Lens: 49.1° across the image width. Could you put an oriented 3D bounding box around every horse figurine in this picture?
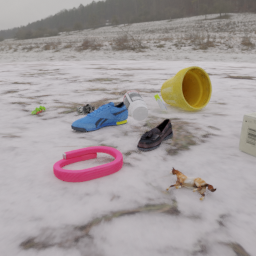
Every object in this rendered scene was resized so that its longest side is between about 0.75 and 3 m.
[{"bbox_3d":[1.520,1.364,6.791,1.269,0.317,0.841,9,20,26],"label":"horse figurine"}]

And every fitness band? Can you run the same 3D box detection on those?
[{"bbox_3d":[-1.108,0.976,7.948,2.007,0.376,1.441,-12,21,-29],"label":"fitness band"}]

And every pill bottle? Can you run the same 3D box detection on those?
[{"bbox_3d":[0.301,-0.850,10.695,0.735,0.735,1.290,-4,33,-13],"label":"pill bottle"}]

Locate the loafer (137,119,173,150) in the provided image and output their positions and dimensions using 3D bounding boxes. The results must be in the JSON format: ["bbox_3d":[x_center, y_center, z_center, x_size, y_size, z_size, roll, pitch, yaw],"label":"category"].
[{"bbox_3d":[0.965,0.190,9.928,0.758,0.664,2.108,11,21,32],"label":"loafer"}]

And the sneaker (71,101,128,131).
[{"bbox_3d":[-1.156,-0.554,11.708,2.704,1.060,0.891,-14,24,-34],"label":"sneaker"}]

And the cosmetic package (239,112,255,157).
[{"bbox_3d":[4.912,0.076,9.301,2.479,1.304,0.881,-12,22,-28],"label":"cosmetic package"}]

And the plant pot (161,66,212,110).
[{"bbox_3d":[2.916,-1.989,14.817,2.214,2.214,2.083,-11,5,-31],"label":"plant pot"}]

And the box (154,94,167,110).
[{"bbox_3d":[1.630,-1.254,13.981,0.229,0.961,0.586,-31,2,11],"label":"box"}]

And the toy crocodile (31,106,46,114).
[{"bbox_3d":[-4.486,-0.879,14.007,0.324,0.296,0.960,-37,4,24],"label":"toy crocodile"}]

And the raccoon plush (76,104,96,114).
[{"bbox_3d":[-2.101,-0.853,13.962,0.684,0.494,1.021,-8,-13,17],"label":"raccoon plush"}]
